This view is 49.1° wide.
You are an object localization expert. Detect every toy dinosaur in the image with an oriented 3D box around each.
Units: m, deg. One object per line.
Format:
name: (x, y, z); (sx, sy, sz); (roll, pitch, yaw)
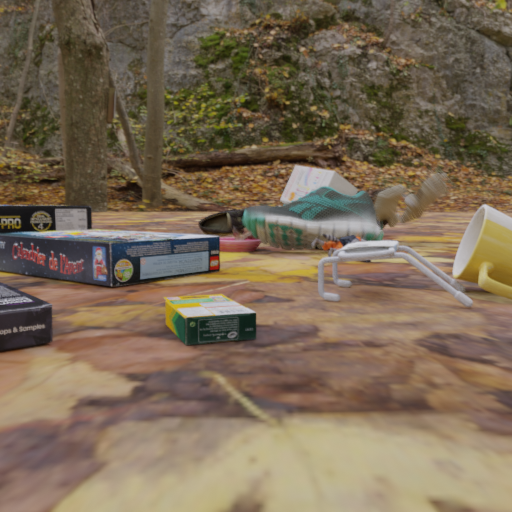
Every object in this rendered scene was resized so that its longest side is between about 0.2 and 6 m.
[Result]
toy dinosaur: (-0.145, -0.509, 12.244); (0.748, 0.474, 1.104); (-22, -2, 18)

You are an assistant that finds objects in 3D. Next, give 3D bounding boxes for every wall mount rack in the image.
wall mount rack: (1.584, 0.180, 6.418); (1.587, 0.681, 1.827); (-2, 5, 17)

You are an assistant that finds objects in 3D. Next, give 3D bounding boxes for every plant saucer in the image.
plant saucer: (-0.422, -0.240, 12.149); (1.064, 0.270, 1.064); (1, 6, 0)

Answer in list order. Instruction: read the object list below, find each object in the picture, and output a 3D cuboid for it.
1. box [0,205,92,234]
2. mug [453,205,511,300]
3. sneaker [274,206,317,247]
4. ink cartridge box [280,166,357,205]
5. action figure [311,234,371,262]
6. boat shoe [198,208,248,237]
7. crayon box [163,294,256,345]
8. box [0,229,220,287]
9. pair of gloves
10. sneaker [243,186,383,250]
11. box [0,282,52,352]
box: (-6.923, -0.928, 15.447); (4.006, 0.984, 3.229); (-4, 4, -31)
mug: (2.921, 0.095, 6.570); (0.955, 1.163, 0.931); (21, -21, 8)
sneaker: (1.168, -0.576, 13.463); (1.069, 0.962, 2.478); (11, 5, -38)
ink cartridge box: (1.458, -1.512, 13.835); (0.997, 1.023, 1.592); (28, -6, -41)
action figure: (1.666, -0.171, 10.258); (0.984, 0.532, 1.017); (-6, 12, -29)
boat shoe: (-0.542, -0.777, 13.138); (1.700, 0.622, 0.551); (-13, -10, 15)
crayon box: (-0.423, 0.523, 4.756); (0.582, 0.239, 0.926); (-2, 7, -20)
box: (-2.389, -0.049, 8.658); (3.071, 0.579, 2.098); (4, 7, 37)
pair of gloves: (3.623, -1.172, 13.718); (2.208, 0.387, 1.877); (-19, -26, -23)
sneaker: (1.170, -0.856, 11.706); (2.881, 1.314, 1.118); (5, -28, -3)
box: (-2.692, 0.489, 4.573); (1.411, 0.356, 1.974); (-5, 7, -38)
